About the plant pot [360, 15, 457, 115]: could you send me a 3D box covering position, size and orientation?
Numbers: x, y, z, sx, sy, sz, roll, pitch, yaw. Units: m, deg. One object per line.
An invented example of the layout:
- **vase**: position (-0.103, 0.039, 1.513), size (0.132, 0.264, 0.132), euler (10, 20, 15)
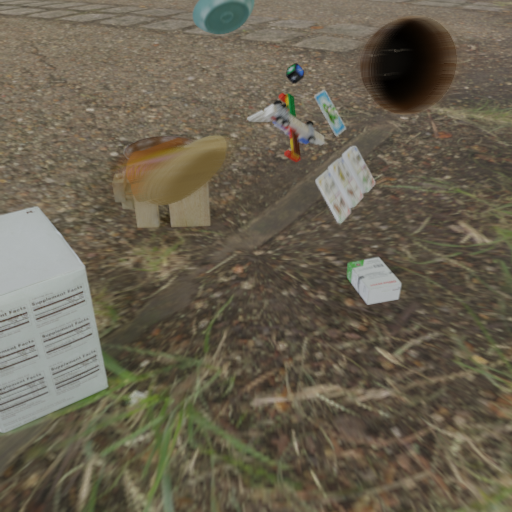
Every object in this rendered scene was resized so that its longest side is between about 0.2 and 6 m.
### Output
- **plant pot**: position (2.615, -3.605, 10.468), size (1.635, 1.635, 1.750), euler (-2, 23, -3)

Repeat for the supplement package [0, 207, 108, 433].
- **supplement package**: position (-3.135, 0.764, 7.434), size (1.478, 2.010, 1.922), euler (-21, 38, -29)

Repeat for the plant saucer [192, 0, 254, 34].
- **plant saucer**: position (-0.530, -4.158, 9.618), size (1.111, 1.111, 0.200), euler (-14, 76, -20)

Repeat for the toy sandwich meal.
- **toy sandwich meal**: position (-0.921, -1.056, 6.520), size (1.280, 1.280, 0.438), euler (-31, 78, -38)

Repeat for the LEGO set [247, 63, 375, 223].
- **LEGO set**: position (0.823, -1.645, 8.088), size (0.536, 2.186, 1.633), euler (-22, 14, 38)

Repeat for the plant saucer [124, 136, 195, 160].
- **plant saucer**: position (-2.345, -2.548, 14.019), size (1.876, 0.301, 1.876), euler (0, 34, 0)

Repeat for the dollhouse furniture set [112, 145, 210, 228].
- **dollhouse furniture set**: position (-1.984, -1.841, 11.663), size (1.982, 1.698, 2.084), euler (-2, 33, -3)

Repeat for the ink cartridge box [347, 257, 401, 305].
- **ink cartridge box**: position (1.979, 0.420, 9.470), size (0.604, 0.348, 0.827), euler (-9, 34, -13)
